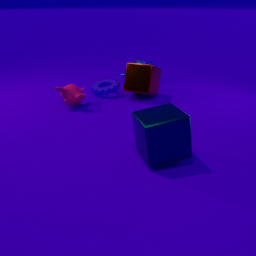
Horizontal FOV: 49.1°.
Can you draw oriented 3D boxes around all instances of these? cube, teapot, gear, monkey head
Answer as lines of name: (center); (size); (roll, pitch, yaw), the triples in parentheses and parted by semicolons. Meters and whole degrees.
cube: (0.817, 0.149, 6.872); (1.099, 1.099, 1.099); (-14, 25, -11)
teapot: (0.427, -2.591, 12.857); (1.816, 0.889, 1.129); (-29, 58, -19)
cube: (0.581, -1.915, 11.081); (1.095, 1.095, 1.095); (11, 7, 25)
gear: (-0.924, -1.688, 11.515); (1.153, 0.213, 1.153); (-8, 32, 5)
monkey head: (-1.932, -1.251, 10.089); (0.931, 0.780, 1.294); (-23, -10, 40)
